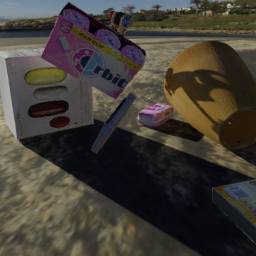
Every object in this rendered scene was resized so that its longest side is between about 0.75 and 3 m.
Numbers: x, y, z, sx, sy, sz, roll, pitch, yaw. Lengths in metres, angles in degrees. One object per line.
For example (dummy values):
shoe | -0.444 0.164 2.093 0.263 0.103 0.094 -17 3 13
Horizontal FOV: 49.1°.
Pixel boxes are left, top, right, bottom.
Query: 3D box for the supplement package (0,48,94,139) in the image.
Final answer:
supplement package | -2.456 -1.169 8.375 2.350 2.247 1.728 -14 26 -30

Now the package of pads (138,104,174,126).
package of pads | 0.899 -0.422 8.957 0.704 0.442 1.169 15 26 32

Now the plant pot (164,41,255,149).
plant pot | 2.498 -0.710 7.625 2.478 2.478 2.659 -3 36 -8

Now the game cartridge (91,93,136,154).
game cartridge | -0.333 -0.130 6.346 0.263 0.889 1.372 32 54 4

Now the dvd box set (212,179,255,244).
dvd box set | 2.724 1.251 4.592 2.132 0.313 1.560 -8 15 -11

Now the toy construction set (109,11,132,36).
toy construction set | -0.917 -2.602 8.825 2.160 1.660 1.801 17 58 16

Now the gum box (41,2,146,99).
gum box | -0.784 -1.782 6.863 2.267 1.286 0.750 28 42 -17
